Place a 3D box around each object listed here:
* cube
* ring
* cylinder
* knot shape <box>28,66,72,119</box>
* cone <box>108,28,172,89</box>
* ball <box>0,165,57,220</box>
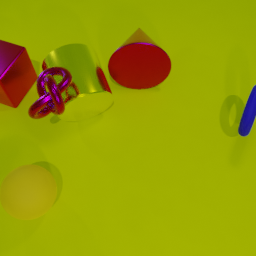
[{"bbox_3d":[-3.276,-1.435,7.255,1.176,1.176,1.176,18,61,11],"label":"cube"},{"bbox_3d":[2.763,-0.390,6.276,0.244,1.219,1.219,20,61,24],"label":"ring"},{"bbox_3d":[-1.217,-1.068,6.778,1.384,1.384,1.384,-19,73,-11],"label":"cylinder"},{"bbox_3d":[-1.569,-0.609,5.541,0.551,1.117,1.194,22,31,-29],"label":"knot shape"},{"bbox_3d":[0.304,-2.163,7.483,1.600,1.600,1.606,1,57,0],"label":"cone"},{"bbox_3d":[-1.998,1.287,5.657,1.091,1.091,1.091,0,60,0],"label":"ball"}]
